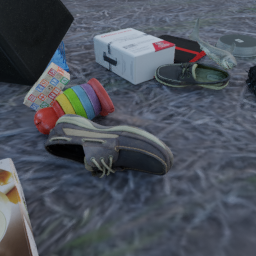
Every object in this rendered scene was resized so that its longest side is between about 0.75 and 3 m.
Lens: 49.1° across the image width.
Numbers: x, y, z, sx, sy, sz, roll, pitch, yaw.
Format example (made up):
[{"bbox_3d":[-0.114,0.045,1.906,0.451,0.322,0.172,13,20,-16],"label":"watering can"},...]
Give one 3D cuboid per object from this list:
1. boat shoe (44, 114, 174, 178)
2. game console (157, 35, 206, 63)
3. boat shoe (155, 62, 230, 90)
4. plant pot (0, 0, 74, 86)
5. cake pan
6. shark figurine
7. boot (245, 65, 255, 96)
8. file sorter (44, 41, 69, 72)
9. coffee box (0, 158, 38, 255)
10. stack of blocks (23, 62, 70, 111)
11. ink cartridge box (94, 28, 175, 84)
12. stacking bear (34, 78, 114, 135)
[{"bbox_3d":[-0.480,0.545,5.659,2.775,1.034,1.017,12,49,26],"label":"boat shoe"},{"bbox_3d":[1.794,-3.061,11.044,2.272,0.353,2.010,24,47,30],"label":"game console"},{"bbox_3d":[1.959,-1.672,8.504,2.261,0.743,0.808,9,78,7],"label":"boat shoe"},{"bbox_3d":[-3.943,-3.364,8.365,2.995,2.657,2.988,9,63,24],"label":"plant pot"},{"bbox_3d":[4.525,-3.414,11.457,1.868,0.343,1.868,0,37,0],"label":"cake pan"},{"bbox_3d":[2.994,-2.631,9.230,0.910,1.303,2.181,-44,58,12],"label":"shark figurine"},{"bbox_3d":[4.507,-1.322,8.366,1.837,0.680,1.505,5,34,10],"label":"boot"},{"bbox_3d":[-3.035,-2.824,9.919,1.372,1.213,1.977,-13,39,-17],"label":"file sorter"},{"bbox_3d":[-2.047,1.735,3.824,1.477,1.030,2.583,-17,39,-21],"label":"coffee box"},{"bbox_3d":[-1.994,-0.951,7.133,0.711,1.235,0.362,33,23,-30],"label":"stack of blocks"},{"bbox_3d":[0.162,-2.588,9.751,1.732,1.005,2.400,-24,43,-29],"label":"ink cartridge box"},{"bbox_3d":[-1.404,-0.411,6.831,1.779,1.011,1.080,-29,5,-17],"label":"stacking bear"}]
